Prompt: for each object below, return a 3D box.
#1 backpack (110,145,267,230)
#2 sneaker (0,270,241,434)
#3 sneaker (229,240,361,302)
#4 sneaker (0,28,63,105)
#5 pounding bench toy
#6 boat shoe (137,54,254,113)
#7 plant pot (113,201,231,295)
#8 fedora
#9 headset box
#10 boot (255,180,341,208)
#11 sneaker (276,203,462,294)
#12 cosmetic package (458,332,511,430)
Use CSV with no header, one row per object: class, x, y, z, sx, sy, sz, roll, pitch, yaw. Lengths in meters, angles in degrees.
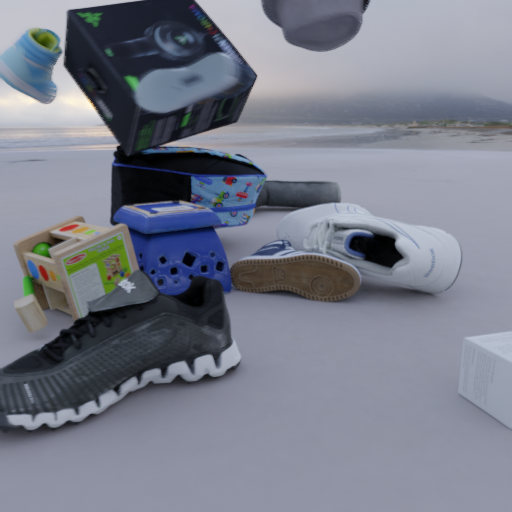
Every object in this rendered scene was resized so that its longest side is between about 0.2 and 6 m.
backpack,-1.363,-1.206,11.276,3.005,2.022,2.743,2,14,-13
sneaker,-1.319,0.738,5.175,2.622,1.186,0.871,-10,16,-34
sneaker,0.690,0.178,8.507,1.976,0.692,1.072,3,16,23
sneaker,-3.496,-3.144,9.258,1.076,0.655,1.648,-42,1,6
pounding bench toy,-2.583,0.278,7.273,1.290,1.027,1.653,11,31,40
boat shoe,-0.819,-2.269,7.602,1.574,0.557,0.715,-6,2,29
plant pot,-1.315,-0.109,8.413,1.440,1.294,1.440,-9,16,-32
fedora,0.977,-3.818,8.929,1.753,0.792,1.551,-4,-18,0
headset box,-1.682,-3.056,9.274,2.503,1.161,2.179,-25,71,-33
boot,0.867,-1.605,15.493,2.917,1.058,2.652,11,25,2
sneaker,1.460,-0.282,8.715,1.418,1.213,3.256,10,2,-44
cosmetic package,2.292,1.087,5.013,0.585,0.584,0.709,-4,15,-19
